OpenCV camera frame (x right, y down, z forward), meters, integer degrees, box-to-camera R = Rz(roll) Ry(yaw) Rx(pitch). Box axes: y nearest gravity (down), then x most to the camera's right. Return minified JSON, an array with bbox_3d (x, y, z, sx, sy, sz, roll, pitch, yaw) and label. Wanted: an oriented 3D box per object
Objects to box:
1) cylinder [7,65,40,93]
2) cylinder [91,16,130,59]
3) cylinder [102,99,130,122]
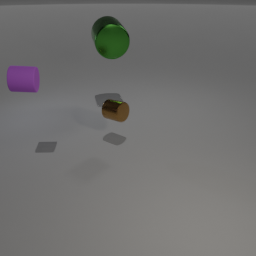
[{"bbox_3d":[-2.835,-1.330,7.630,0.700,0.700,0.700,2,27,-6],"label":"cylinder"},{"bbox_3d":[-0.750,-3.747,11.577,1.400,1.400,1.400,-6,35,-11],"label":"cylinder"},{"bbox_3d":[-0.424,-0.601,9.618,0.700,0.700,0.700,15,31,35],"label":"cylinder"}]
